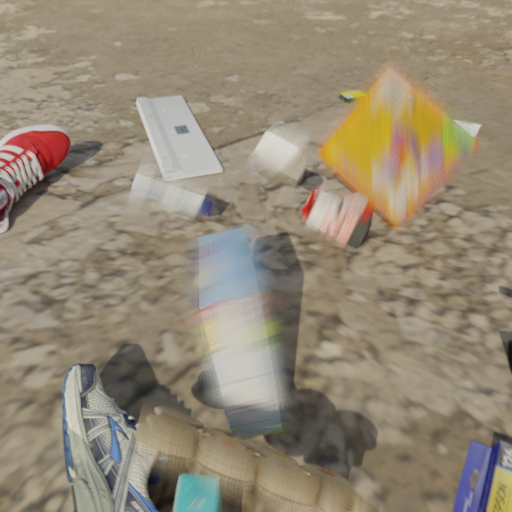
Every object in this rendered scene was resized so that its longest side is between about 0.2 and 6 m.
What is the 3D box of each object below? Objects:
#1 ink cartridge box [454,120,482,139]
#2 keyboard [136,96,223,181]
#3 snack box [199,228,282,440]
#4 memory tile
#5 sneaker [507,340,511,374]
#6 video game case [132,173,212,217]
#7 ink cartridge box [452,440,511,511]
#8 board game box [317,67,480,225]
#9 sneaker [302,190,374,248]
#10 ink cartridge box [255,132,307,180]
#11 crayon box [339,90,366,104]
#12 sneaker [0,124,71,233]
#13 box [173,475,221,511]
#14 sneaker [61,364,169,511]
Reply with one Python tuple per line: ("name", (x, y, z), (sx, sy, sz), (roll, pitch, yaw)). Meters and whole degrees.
("ink cartridge box", (5.088, -2.973, 14.081), (0.790, 0.365, 1.451), (20, 39, 25))
("keyboard", (-2.123, -3.221, 14.582), (1.392, 0.264, 4.946), (-6, 37, -17))
("snack box", (-0.212, 0.948, 7.000), (0.685, 2.024, 1.707), (-12, 28, 1))
("memory tile", (-0.026, 2.098, 5.759), (2.392, 1.833, 0.201), (20, 79, 1))
("sneaker", (4.081, 1.764, 7.349), (1.072, 0.742, 1.775), (-5, 34, 10))
("video game case", (-1.563, -1.129, 10.708), (1.305, 0.327, 1.440), (18, 1, 2))
("ink cartridge box", (2.965, 2.699, 6.436), (1.139, 0.268, 1.126), (19, 40, 21))
("board game box", (2.537, -1.880, 9.823), (1.818, 1.817, 1.817), (45, 22, 11))
("sneaker", (1.508, -0.923, 10.235), (1.145, 0.714, 2.137), (26, 27, 2))
("ink cartridge box", (0.418, -1.620, 9.131), (0.635, 0.365, 0.875), (31, 1, 15))
("crayon box", (2.880, -4.719, 16.604), (0.728, 0.185, 0.462), (-14, 38, -17))
("sneaker", (-5.024, -1.556, 11.414), (3.403, 1.212, 1.914), (-35, 44, -28))
("box", (-0.634, 3.130, 5.423), (0.442, 0.741, 1.800), (2, 37, 1))
("sneaker", (-1.632, 2.331, 6.515), (1.112, 1.006, 2.611), (-5, 43, -24))
